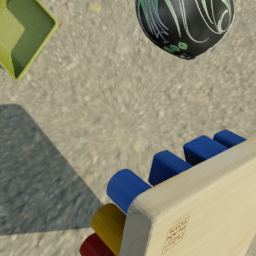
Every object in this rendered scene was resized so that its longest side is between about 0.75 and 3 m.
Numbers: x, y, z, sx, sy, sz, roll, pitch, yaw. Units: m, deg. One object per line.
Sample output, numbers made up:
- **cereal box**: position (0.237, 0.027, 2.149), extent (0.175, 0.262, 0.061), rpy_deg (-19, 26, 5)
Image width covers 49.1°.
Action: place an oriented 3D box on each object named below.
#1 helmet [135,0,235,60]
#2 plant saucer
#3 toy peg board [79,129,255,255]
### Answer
- **helmet**: position (0.856, -2.077, 4.574), extent (1.592, 1.518, 1.592), rpy_deg (-29, 40, 28)
- **plant saucer**: position (-1.990, -1.821, 5.085), extent (1.413, 0.338, 1.411), rpy_deg (48, 113, 7)
- **toy peg board**: position (0.584, 1.264, 3.774), extent (2.909, 2.897, 1.423), rpy_deg (-16, 36, -40)
